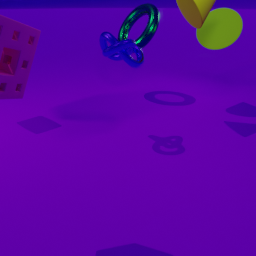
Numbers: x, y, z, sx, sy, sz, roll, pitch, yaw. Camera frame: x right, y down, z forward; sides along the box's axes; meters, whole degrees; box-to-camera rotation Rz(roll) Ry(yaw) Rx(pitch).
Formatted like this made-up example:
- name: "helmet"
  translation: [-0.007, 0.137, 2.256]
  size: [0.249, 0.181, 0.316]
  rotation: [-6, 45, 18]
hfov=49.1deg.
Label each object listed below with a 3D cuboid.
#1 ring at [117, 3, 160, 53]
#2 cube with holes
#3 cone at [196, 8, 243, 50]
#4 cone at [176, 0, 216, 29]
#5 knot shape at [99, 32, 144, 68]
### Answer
- name: "ring"
  translation: [0.359, -3.715, 10.470]
  size: [0.401, 2.006, 2.006]
  rotation: [24, 7, -40]
- name: "cube with holes"
  translation: [-1.596, -0.828, 2.954]
  size: [0.823, 0.823, 0.823]
  rotation: [22, 12, 10]
- name: "cone"
  translation: [3.233, -3.075, 9.660]
  size: [1.440, 1.440, 1.445]
  rotation: [15, -4, 28]
- name: "cone"
  translation: [2.105, -3.541, 7.475]
  size: [1.221, 1.216, 1.216]
  rotation: [-35, 29, 2]
- name: "knot shape"
  translation: [-0.104, -1.930, 7.052]
  size: [1.204, 0.595, 1.287]
  rotation: [15, 12, -27]
